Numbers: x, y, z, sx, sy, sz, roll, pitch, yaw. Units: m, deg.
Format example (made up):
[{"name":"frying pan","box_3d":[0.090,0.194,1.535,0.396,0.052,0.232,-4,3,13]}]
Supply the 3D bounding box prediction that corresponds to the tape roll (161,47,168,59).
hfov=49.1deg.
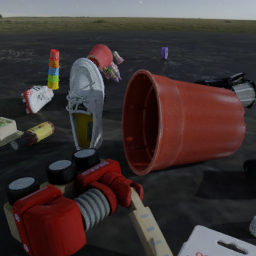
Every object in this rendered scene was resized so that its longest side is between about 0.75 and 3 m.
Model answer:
[{"name":"tape roll","box_3d":[3.139,-6.468,24.165,0.410,0.964,0.964,9,26,17]}]

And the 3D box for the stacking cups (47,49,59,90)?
[{"name":"stacking cups","box_3d":[-2.721,-2.161,10.393,0.441,1.457,0.441,12,33,-8]}]

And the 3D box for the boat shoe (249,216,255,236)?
[{"name":"boat shoe","box_3d":[3.299,2.026,6.101,1.336,0.476,0.466,-6,25,-13]}]

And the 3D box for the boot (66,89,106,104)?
[{"name":"boot","box_3d":[-1.675,-1.778,13.889,1.764,0.888,2.360,10,36,36]}]

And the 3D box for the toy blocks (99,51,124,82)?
[{"name":"toy blocks","box_3d":[-1.165,-3.409,17.322,1.894,1.594,1.770,-37,7,-18]}]

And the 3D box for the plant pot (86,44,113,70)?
[{"name":"plant pot","box_3d":[-1.030,-2.365,9.640,0.813,0.813,0.719,10,40,21]}]

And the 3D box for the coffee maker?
[{"name":"coffee maker","box_3d":[4.151,-1.459,12.816,2.465,1.660,2.367,-9,1,-23]}]

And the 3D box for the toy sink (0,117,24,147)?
[{"name":"toy sink","box_3d":[-4.511,0.078,10.100,0.821,0.705,1.259,14,28,28]}]

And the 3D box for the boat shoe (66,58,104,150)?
[{"name":"boat shoe","box_3d":[-1.398,-0.653,8.541,1.108,3.000,1.279,1,6,8]}]

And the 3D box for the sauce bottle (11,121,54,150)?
[{"name":"sauce bottle","box_3d":[-3.341,0.268,9.889,0.550,0.550,1.668,12,26,24]}]

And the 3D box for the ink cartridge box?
[{"name":"ink cartridge box","box_3d":[1.230,2.731,4.094,1.481,0.858,2.543,14,30,29]}]

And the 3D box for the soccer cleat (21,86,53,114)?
[{"name":"soccer cleat","box_3d":[-4.159,-1.455,13.141,1.245,1.003,2.924,-13,21,-7]}]

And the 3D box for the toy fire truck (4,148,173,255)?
[{"name":"toy fire truck","box_3d":[-0.635,1.795,5.564,2.827,1.819,2.488,9,23,42]}]

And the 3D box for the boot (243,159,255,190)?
[{"name":"boot","box_3d":[4.054,1.270,7.589,1.547,0.591,1.300,-5,20,6]}]

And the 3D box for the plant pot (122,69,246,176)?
[{"name":"plant pot","box_3d":[1.624,-0.150,8.354,2.884,2.965,2.965,0,23,-19]}]
